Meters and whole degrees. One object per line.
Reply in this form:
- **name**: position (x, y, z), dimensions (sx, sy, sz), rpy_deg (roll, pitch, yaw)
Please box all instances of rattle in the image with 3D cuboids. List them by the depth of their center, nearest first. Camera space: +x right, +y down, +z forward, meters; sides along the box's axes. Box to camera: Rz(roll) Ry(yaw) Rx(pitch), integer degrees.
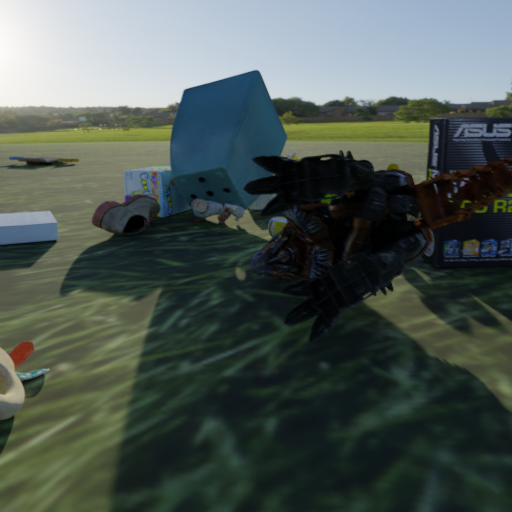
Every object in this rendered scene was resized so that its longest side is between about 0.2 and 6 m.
- **rattle**: position (-2.388, 1.160, 4.650), dimensions (0.868, 0.952, 1.333), rpy_deg (31, -5, -8)

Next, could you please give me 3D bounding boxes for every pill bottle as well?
- **pill bottle**: position (0.633, -0.496, 10.632), dimensions (0.769, 0.431, 0.431), rpy_deg (13, 19, 42)

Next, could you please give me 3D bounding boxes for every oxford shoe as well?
- **oxford shoe**: position (-2.481, -0.755, 11.553), dimensions (0.770, 0.725, 2.058), rpy_deg (30, 23, 13)

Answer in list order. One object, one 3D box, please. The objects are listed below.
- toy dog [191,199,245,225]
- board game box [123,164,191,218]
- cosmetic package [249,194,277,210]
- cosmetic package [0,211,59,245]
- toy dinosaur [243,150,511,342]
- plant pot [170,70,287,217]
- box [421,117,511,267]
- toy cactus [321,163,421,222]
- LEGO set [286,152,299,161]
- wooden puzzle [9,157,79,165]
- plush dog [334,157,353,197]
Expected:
- **toy dog**: position (-0.894, -0.887, 12.193), dimensions (1.182, 0.569, 0.779), rpy_deg (11, 5, 10)
- **board game box**: position (-2.209, -1.649, 13.777), dimensions (1.069, 1.089, 2.076), rpy_deg (5, 14, 21)
- **cosmetic package**: position (0.441, -1.462, 14.316), dimensions (1.327, 0.473, 0.673), rpy_deg (-2, 14, -12)
- **cosmetic package**: position (-4.553, -0.571, 11.007), dimensions (1.129, 0.387, 1.498), rpy_deg (-8, 16, -23)
- **toy dinosaur**: position (1.309, -0.481, 6.753), dimensions (2.607, 3.841, 1.962), rpy_deg (-13, 63, -50)
- **plant pot**: position (-0.739, -2.451, 13.190), dimensions (2.094, 2.092, 2.962), rpy_deg (-8, 46, 22)
- **box**: position (4.146, -1.015, 8.848), dimensions (2.876, 2.304, 0.637), rpy_deg (-1, 13, -5)
- **toy cactus**: position (2.670, -1.243, 12.557), dimensions (2.791, 1.427, 2.303), rpy_deg (-8, 35, -39)
- **LEGO set**: position (0.927, -2.337, 14.808), dimensions (1.019, 0.824, 2.215), rpy_deg (45, -1, 18)
- **wooden puzzle**: position (-10.024, -4.479, 26.484), dimensions (2.856, 0.334, 1.927), rpy_deg (7, 12, 26)
- **plush dog**: position (2.170, -1.865, 14.991), dimensions (1.545, 1.240, 1.327), rpy_deg (-2, -11, -13)
